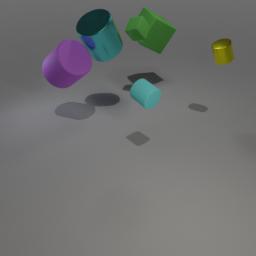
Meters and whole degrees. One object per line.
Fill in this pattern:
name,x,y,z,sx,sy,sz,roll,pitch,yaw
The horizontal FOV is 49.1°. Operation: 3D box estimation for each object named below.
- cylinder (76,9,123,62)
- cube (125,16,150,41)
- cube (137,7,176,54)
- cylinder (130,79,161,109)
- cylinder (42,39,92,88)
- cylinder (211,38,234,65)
cylinder,-1.064,-3.513,10.701,1.400,1.400,1.400,-9,59,15
cube,0.414,-4.237,11.959,0.700,0.700,0.700,8,71,40
cube,1.181,-4.732,13.641,1.400,1.400,1.400,13,34,-37
cylinder,0.537,-1.047,8.602,0.700,0.700,0.700,-24,52,-35
cylinder,-2.296,-2.368,10.512,1.400,1.400,1.400,-30,6,-40
cylinder,3.485,-2.801,10.287,0.700,0.700,0.700,-17,39,14
